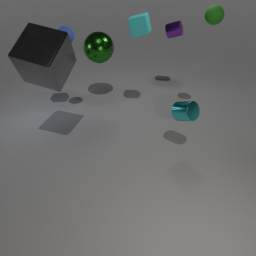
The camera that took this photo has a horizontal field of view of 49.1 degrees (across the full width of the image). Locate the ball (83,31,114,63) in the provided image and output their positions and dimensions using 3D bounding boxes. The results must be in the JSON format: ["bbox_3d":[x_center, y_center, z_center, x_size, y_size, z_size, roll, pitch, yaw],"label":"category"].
[{"bbox_3d":[-1.336,-3.683,12.832,1.400,1.400,1.400,0,32,0],"label":"ball"}]

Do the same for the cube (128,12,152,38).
[{"bbox_3d":[0.467,-4.044,11.003,0.700,0.700,0.700,-6,30,19],"label":"cube"}]

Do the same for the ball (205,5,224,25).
[{"bbox_3d":[3.197,-4.183,10.356,0.700,0.700,0.700,0,32,0],"label":"ball"}]

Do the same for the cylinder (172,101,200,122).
[{"bbox_3d":[1.999,-0.583,9.720,0.700,0.700,0.700,-26,20,-35],"label":"cylinder"}]

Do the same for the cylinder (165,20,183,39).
[{"bbox_3d":[2.245,-4.755,13.544,0.700,0.700,0.700,-5,27,28],"label":"cylinder"}]

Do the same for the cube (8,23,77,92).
[{"bbox_3d":[-2.679,-2.253,9.028,1.400,1.400,1.400,17,67,9],"label":"cube"}]

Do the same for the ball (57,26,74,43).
[{"bbox_3d":[-2.391,-3.499,10.615,0.700,0.700,0.700,0,32,0],"label":"ball"}]
